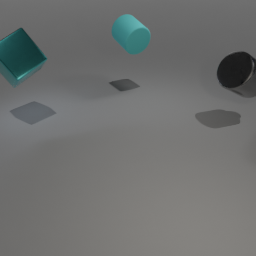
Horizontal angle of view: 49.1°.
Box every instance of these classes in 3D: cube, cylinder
[{"bbox_3d":[-4.104,-2.561,10.412,1.400,1.400,1.400,-45,16,-22],"label":"cube"},{"bbox_3d":[0.135,-4.465,13.380,1.400,1.400,1.400,-16,50,-27],"label":"cylinder"},{"bbox_3d":[4.236,-1.935,10.315,1.400,1.400,1.400,12,16,-42],"label":"cylinder"}]
